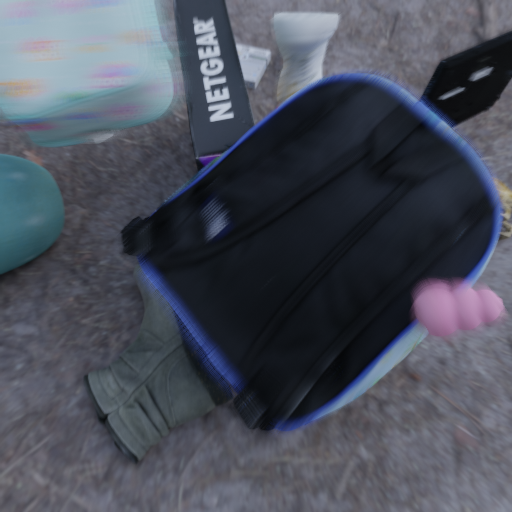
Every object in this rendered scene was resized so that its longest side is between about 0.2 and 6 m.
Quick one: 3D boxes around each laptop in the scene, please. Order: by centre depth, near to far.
[{"bbox_3d":[2.697,-2.683,8.920,2.505,2.827,1.460,-29,67,-26],"label":"laptop"}]

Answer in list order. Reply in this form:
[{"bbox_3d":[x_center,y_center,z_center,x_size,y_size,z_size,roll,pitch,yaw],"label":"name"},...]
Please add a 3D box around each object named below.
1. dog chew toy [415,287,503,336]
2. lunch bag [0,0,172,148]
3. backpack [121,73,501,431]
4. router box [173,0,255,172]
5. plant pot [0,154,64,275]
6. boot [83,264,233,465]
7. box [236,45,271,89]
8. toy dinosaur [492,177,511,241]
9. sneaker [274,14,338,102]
[{"bbox_3d":[1.905,0.499,5.265,0.757,0.471,0.471,-9,53,20],"label":"dog chew toy"},{"bbox_3d":[-2.501,-3.094,8.181,2.410,1.158,3.005,-15,71,1],"label":"lunch bag"},{"bbox_3d":[0.910,-0.177,7.132,3.707,2.724,3.392,-42,73,11],"label":"backpack"},{"bbox_3d":[-0.627,-2.245,10.278,1.053,3.077,4.126,-10,57,-2],"label":"router box"},{"bbox_3d":[-4.559,-0.768,9.884,2.264,2.264,1.817,41,38,24],"label":"plant pot"},{"bbox_3d":[-1.903,1.534,9.016,2.033,1.054,3.112,-28,58,-11],"label":"boot"},{"bbox_3d":[-0.271,-4.609,13.626,0.950,0.251,1.218,15,56,11],"label":"box"},{"bbox_3d":[4.678,-1.044,10.887,2.636,0.767,1.333,8,55,6],"label":"toy dinosaur"},{"bbox_3d":[0.839,-3.355,9.792,1.042,1.634,2.828,7,21,8],"label":"sneaker"}]
